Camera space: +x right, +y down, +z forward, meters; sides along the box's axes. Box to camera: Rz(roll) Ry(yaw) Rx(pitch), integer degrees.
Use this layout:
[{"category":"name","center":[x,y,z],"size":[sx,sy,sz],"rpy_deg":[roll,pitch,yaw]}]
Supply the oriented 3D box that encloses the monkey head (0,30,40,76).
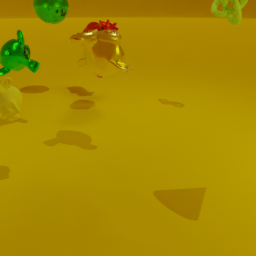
[{"category":"monkey head","center":[-3.090,-1.979,7.942],"size":[1.016,1.412,0.851],"rpy_deg":[32,7,16]}]

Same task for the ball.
[{"category":"ball","center":[-2.893,-4.603,10.546],"size":[1.307,1.307,1.307],"rpy_deg":[0,24,0]}]

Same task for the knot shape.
[{"category":"knot shape","center":[3.130,-3.827,8.765],"size":[1.086,1.160,0.536],"rpy_deg":[22,37,38]}]

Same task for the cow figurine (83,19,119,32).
[{"category":"cow figurine","center":[-1.122,-3.764,10.964],"size":[0.878,1.574,1.599],"rpy_deg":[10,44,-37]}]

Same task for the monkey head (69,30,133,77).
[{"category":"monkey head","center":[-0.711,-1.679,6.375],"size":[1.744,1.051,1.255],"rpy_deg":[16,25,39]}]

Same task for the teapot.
[{"category":"teapot","center":[-0.847,-2.609,9.550],"size":[0.910,1.858,1.155],"rpy_deg":[19,28,8]}]

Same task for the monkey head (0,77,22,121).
[{"category":"monkey head","center":[-2.342,-0.463,5.177],"size":[0.734,1.021,0.615],"rpy_deg":[-8,65,-30]}]
